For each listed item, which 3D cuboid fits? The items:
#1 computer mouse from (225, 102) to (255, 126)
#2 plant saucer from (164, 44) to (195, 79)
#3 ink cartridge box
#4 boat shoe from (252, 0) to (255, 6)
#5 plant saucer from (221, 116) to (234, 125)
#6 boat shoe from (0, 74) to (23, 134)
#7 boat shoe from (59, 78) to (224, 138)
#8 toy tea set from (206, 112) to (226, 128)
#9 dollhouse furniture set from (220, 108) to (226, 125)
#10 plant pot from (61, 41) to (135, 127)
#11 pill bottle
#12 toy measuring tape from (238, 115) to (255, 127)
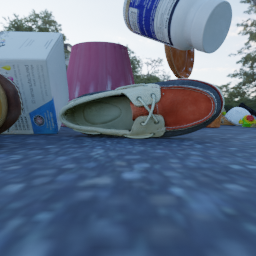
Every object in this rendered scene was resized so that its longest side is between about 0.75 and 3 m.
[{"bbox_3d":[3.783,-0.463,9.077,1.795,0.394,0.984,-14,47,-45],"label":"computer mouse"},{"bbox_3d":[1.994,-3.152,10.911,0.409,2.537,2.537,0,2,34],"label":"plant saucer"},{"bbox_3d":[-2.282,-0.867,5.242,2.031,1.495,1.469,0,35,-1],"label":"ink cartridge box"},{"bbox_3d":[2.518,-3.111,4.678,0.874,2.435,0.922,8,-5,-44],"label":"boat shoe"},{"bbox_3d":[3.520,-0.269,9.864,1.510,0.283,1.510,0,4,0],"label":"plant saucer"},{"bbox_3d":[-2.490,-0.313,3.620,2.870,1.010,1.009,1,6,20],"label":"boat shoe"},{"bbox_3d":[0.139,-0.270,4.318,2.523,0.898,0.789,-1,6,24],"label":"boat shoe"},{"bbox_3d":[1.699,-0.351,7.566,1.828,0.676,1.087,-2,4,-31],"label":"toy tea set"},{"bbox_3d":[2.364,-0.263,8.514,0.538,0.630,1.215,-47,27,-24],"label":"dollhouse furniture set"},{"bbox_3d":[-0.881,-1.314,8.915,2.765,2.475,2.765,0,3,0],"label":"plant pot"},{"bbox_3d":[1.341,-3.175,7.988,2.846,1.647,1.647,33,23,35],"label":"pill bottle"},{"bbox_3d":[3.500,-0.199,7.758,0.970,0.357,0.357,-1,3,-9],"label":"toy measuring tape"}]
